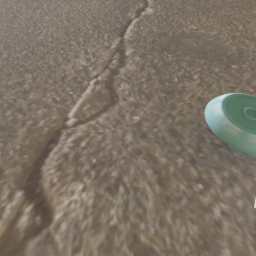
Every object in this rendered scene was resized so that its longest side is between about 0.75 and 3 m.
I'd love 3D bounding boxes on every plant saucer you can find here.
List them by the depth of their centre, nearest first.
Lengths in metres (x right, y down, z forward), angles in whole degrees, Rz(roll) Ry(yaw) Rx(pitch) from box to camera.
[{"bbox_3d":[3.379,-0.278,7.832,2.380,0.428,2.380,6,46,-6],"label":"plant saucer"}]
